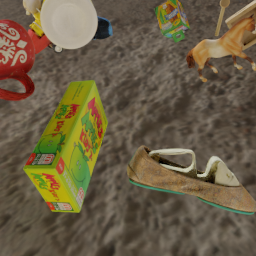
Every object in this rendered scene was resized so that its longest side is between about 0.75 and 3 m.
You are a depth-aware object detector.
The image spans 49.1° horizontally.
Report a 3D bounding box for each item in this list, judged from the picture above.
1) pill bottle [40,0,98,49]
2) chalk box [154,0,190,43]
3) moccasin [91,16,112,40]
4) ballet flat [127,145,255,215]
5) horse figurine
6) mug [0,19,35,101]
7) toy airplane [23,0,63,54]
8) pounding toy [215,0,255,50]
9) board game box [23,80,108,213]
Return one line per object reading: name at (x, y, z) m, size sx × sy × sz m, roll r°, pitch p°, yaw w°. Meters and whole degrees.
pill bottle at (-1.142, -2.233, 5.378) m, size 0.963 × 0.963 × 1.713 m, roll -9°, pitch 35°, yaw -7°
chalk box at (1.535, -3.541, 9.429) m, size 0.771 × 0.777 × 1.244 m, roll -8°, pitch 80°, yaw -57°
moccasin at (-1.286, -3.068, 8.431) m, size 0.698 × 0.824 × 2.047 m, roll -31°, pitch 32°, yaw -26°
ballet flat at (1.352, 0.943, 5.476) m, size 2.721 × 0.915 × 0.926 m, roll 14°, pitch 8°, yaw -2°
horse figurine at (1.977, -1.622, 6.120) m, size 1.764 × 1.169 × 0.440 m, roll -6°, pitch 48°, yaw 37°
mug at (-3.165, -1.556, 6.327) m, size 1.967 × 1.479 × 2.216 m, roll 28°, pitch 26°, yaw 4°
toy airplane at (-2.066, -3.159, 7.491) m, size 1.960 × 1.383 × 1.951 m, roll -21°, pitch 57°, yaw 41°
pounding toy at (3.349, -3.284, 8.589) m, size 1.443 × 1.642 × 0.751 m, roll -31°, pitch 14°, yaw 27°
board game box at (-1.145, 0.275, 6.021) m, size 0.630 × 1.345 × 2.647 m, roll -3°, pitch 42°, yaw 15°
